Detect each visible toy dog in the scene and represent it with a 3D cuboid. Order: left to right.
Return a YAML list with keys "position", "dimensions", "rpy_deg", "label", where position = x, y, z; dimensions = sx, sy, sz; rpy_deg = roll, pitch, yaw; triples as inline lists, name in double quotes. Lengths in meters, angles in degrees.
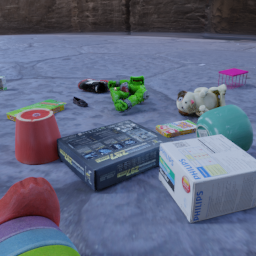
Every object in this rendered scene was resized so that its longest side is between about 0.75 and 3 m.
- position: [2.959, -1.151, 11.713]
  dimensions: [1.852, 1.292, 1.796]
  rpy_deg: [-5, 14, -9]
  label: "toy dog"

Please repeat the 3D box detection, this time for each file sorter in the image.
- position: [5.891, -2.766, 15.784]
  dimensions: [1.402, 0.879, 0.974]
  rpy_deg: [-17, 30, -32]
  label: "file sorter"

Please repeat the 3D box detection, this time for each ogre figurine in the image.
- position: [0.029, -1.638, 12.742]
  dimensions: [1.631, 1.335, 2.720]
  rpy_deg: [-14, 13, -3]
  label: "ogre figurine"

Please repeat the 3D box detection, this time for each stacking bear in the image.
- position: [-1.156, 2.315, 3.533]
  dimensions: [1.747, 1.636, 2.877]
  rpy_deg: [-30, 43, -16]
  label: "stacking bear"

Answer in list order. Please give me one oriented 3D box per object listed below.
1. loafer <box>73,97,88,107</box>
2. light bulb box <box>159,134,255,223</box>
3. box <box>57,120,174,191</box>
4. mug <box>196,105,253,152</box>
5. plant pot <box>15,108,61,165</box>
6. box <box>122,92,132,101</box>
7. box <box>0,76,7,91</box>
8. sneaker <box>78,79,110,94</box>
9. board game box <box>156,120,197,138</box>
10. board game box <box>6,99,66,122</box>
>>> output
- position: [-2.238, -1.219, 12.972]
  dimensions: [0.975, 0.307, 0.350]
  rpy_deg: [20, 34, 39]
  label: "loafer"
- position: [1.899, 1.099, 6.717]
  dimensions: [1.807, 1.128, 1.791]
  rpy_deg: [-8, 26, -15]
  label: "light bulb box"
- position: [-0.377, 0.638, 8.285]
  dimensions: [2.772, 0.707, 2.186]
  rpy_deg: [-17, 28, -34]
  label: "box"
- position: [2.737, 0.269, 8.447]
  dimensions: [1.137, 1.839, 1.511]
  rpy_deg: [-16, 49, -14]
  label: "mug"
- position: [-2.749, 0.186, 8.561]
  dimensions: [1.509, 1.335, 1.509]
  rpy_deg: [0, 23, 0]
  label: "plant pot"
- position: [0.093, -1.668, 14.070]
  dimensions: [1.086, 0.272, 1.095]
  rpy_deg: [-11, 27, -22]
  label: "box"
- position: [-7.074, -2.403, 15.145]
  dimensions: [0.824, 0.727, 0.398]
  rpy_deg: [2, 24, 6]
  label: "box"
- position: [-1.798, -2.202, 14.779]
  dimensions: [1.824, 0.645, 0.891]
  rpy_deg: [3, 22, 3]
  label: "sneaker"
- position: [1.902, 0.008, 10.362]
  dimensions: [1.596, 0.239, 0.762]
  rpy_deg: [-8, 26, -24]
  label: "board game box"
- position: [-3.803, -0.746, 11.914]
  dimensions: [1.110, 0.348, 2.323]
  rpy_deg: [16, 31, 31]
  label: "board game box"
